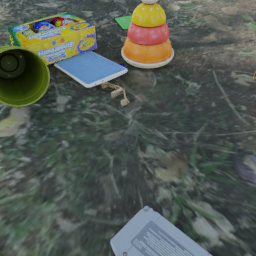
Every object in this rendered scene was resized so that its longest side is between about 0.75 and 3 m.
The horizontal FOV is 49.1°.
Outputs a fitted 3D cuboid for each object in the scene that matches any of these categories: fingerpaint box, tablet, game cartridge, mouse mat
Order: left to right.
[{"bbox_3d":[-2.800,-3.360,10.404,2.557,0.938,2.133,-27,46,-26],"label":"fingerpaint box"},{"bbox_3d":[-1.310,-2.031,9.444,1.566,0.164,2.407,-28,41,-26],"label":"tablet"},{"bbox_3d":[0.332,-4.836,12.686,1.676,0.063,1.349,-15,45,-13],"label":"mouse mat"},{"bbox_3d":[0.628,2.340,4.953,1.832,0.371,1.222,33,49,30],"label":"game cartridge"}]

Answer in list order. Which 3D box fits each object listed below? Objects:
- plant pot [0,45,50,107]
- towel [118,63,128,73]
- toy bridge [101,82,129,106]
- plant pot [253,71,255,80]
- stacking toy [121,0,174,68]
[{"bbox_3d":[-3.453,-1.761,8.446,1.728,1.728,1.664,-22,37,-21],"label":"plant pot"},{"bbox_3d":[-0.446,-1.977,9.601,0.797,0.197,0.589,-11,38,-11],"label":"towel"},{"bbox_3d":[-0.328,-1.095,8.669,0.413,0.167,1.229,-27,50,-25],"label":"toy bridge"},{"bbox_3d":[4.863,-1.827,8.858,1.261,1.175,1.175,28,49,10],"label":"plant pot"},{"bbox_3d":[0.714,-3.514,9.443,1.902,2.604,1.902,0,44,0],"label":"stacking toy"}]
